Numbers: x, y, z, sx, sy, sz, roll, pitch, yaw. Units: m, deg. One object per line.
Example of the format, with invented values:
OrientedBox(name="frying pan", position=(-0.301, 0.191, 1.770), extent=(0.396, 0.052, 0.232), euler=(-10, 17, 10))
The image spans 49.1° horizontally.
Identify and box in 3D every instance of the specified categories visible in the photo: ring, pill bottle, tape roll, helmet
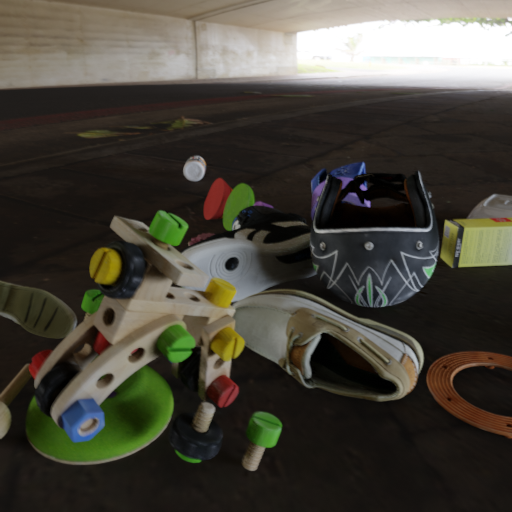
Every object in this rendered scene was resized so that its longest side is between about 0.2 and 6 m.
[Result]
OrientedBox(name="ring", position=(3.091, 1.751, 7.143), extent=(1.780, 0.171, 1.780), euler=(0, 21, 0))
OrientedBox(name="pill bottle", position=(-1.926, -2.781, 17.669), extent=(0.648, 0.648, 1.113), euler=(0, 23, 0))
OrientedBox(name="tape roll", position=(1.871, -1.080, 12.441), extent=(1.292, 1.292, 0.549), euler=(3, 48, 7))
OrientedBox(name="helmet", position=(1.924, -0.216, 9.233), extent=(2.292, 2.292, 2.185), euler=(3, 60, 8))

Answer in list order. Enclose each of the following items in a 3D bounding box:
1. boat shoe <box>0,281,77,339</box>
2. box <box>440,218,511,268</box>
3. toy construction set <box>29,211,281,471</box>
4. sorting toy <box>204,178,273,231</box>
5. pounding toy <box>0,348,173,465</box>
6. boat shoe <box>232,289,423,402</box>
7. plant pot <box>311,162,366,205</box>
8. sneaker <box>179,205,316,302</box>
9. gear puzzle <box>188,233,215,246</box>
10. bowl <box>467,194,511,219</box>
OrientedBox(name="boat shoe", position=(-3.501, 0.786, 8.700), extent=(1.774, 0.663, 0.607), euler=(21, -6, 13))
OrientedBox(name="box", position=(4.992, -0.297, 11.235), extent=(2.387, 0.898, 0.598), euler=(-3, 22, -5))
OrientedBox(name="toy construction set", position=(-1.091, 0.509, 6.454), extent=(2.502, 2.305, 3.000), euler=(13, 16, -25))
OrientedBox(name="sorting toy", position=(-0.139, -1.006, 12.950), extent=(1.104, 1.112, 3.206), euler=(18, 4, -29))
OrientedBox(name="pounding toy", position=(-2.134, 1.461, 6.673), extent=(2.239, 1.039, 1.728), euler=(2, 22, 4))
OrientedBox(name="boat shoe", position=(0.756, 1.159, 7.437), extent=(2.757, 1.030, 0.943), euler=(11, 19, 23))
OrientedBox(name="plant pot", position=(2.033, -1.486, 13.658), extent=(1.204, 1.339, 1.339), euler=(-1, 20, 17))
OrientedBox(name="sneaker", position=(-0.321, -0.150, 10.299), extent=(3.186, 1.164, 1.782), euler=(-7, 31, -34))
OrientedBox(name="gear puzzle", position=(0.160, -0.321, 11.912), extent=(3.050, 0.399, 1.579), euler=(-7, 23, -17))
OrientedBox(name="bowl", position=(5.916, -0.886, 12.953), extent=(1.876, 0.701, 1.879), euler=(14, 28, 33))
